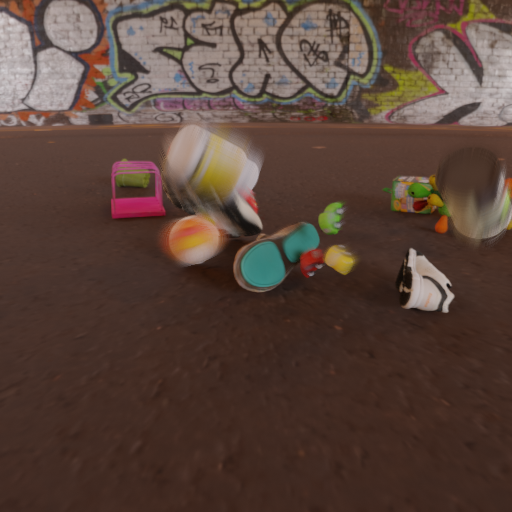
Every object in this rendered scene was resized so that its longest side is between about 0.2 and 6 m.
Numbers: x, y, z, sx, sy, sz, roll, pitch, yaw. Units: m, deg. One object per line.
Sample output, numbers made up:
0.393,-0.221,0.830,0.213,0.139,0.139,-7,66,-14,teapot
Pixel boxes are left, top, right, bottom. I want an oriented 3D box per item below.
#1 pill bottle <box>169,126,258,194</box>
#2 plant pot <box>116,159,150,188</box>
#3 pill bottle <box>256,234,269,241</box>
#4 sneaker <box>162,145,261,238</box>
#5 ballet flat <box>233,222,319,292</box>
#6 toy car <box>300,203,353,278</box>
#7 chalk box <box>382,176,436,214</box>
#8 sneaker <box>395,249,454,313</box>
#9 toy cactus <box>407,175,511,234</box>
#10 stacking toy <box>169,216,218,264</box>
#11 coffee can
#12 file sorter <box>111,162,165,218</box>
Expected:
-0.619,-1.419,8.657,1.350,0.756,0.756,19,0,-44,pill bottle
-4.042,-2.648,18.576,0.901,0.949,0.949,15,19,7,plant pot
0.244,-0.256,11.556,0.324,0.324,0.572,-8,20,-25,pill bottle
-0.889,-1.556,11.210,1.365,1.505,3.544,-10,-23,11,sneaker
0.198,0.075,9.824,0.857,0.868,2.550,-16,5,38,ballet flat
1.167,-0.298,9.443,0.304,1.282,1.362,14,-11,-27,toy car
4.164,-1.680,15.285,1.396,0.864,0.868,8,20,26,chalk box
2.688,0.440,9.005,0.738,0.680,1.846,15,23,5,sneaker
5.092,-1.186,13.548,2.808,1.436,2.317,1,-2,14,toy cactus
-1.088,-0.129,10.080,0.930,0.930,1.273,-3,20,-9,stacking toy
3.677,-1.029,9.427,0.997,0.997,1.363,13,-17,37,coffee can
-3.262,-1.848,15.195,1.351,1.219,1.944,-4,18,-14,file sorter
